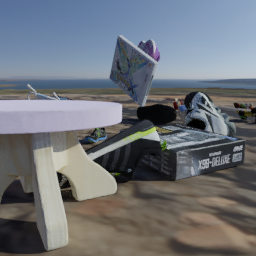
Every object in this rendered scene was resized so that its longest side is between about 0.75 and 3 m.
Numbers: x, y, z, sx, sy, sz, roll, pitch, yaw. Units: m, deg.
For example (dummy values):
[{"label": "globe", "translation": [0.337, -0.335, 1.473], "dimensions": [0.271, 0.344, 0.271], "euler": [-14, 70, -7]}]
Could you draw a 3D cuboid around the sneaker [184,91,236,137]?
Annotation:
[{"label": "sneaker", "translation": [2.419, -0.461, 9.792], "dimensions": [1.238, 1.037, 2.799], "euler": [-12, 31, -11]}]

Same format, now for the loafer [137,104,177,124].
[{"label": "loafer", "translation": [1.419, -0.731, 12.961], "dimensions": [0.853, 0.873, 2.392], "euler": [-8, 13, -37]}]

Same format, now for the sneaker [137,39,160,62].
[{"label": "sneaker", "translation": [1.135, -3.610, 13.777], "dimensions": [1.183, 1.077, 2.677], "euler": [31, 11, -18]}]

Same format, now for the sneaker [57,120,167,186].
[{"label": "sneaker", "translation": [-0.255, 0.672, 5.389], "dimensions": [2.268, 0.939, 0.813], "euler": [-28, 1, -11]}]

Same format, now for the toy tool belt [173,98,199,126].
[{"label": "toy tool belt", "translation": [2.624, -0.699, 11.594], "dimensions": [0.988, 1.004, 1.607], "euler": [-17, 40, -6]}]

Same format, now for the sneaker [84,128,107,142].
[{"label": "sneaker", "translation": [-1.049, 0.205, 8.971], "dimensions": [0.391, 0.457, 1.102], "euler": [3, 10, 25]}]

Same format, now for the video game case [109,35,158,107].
[{"label": "video game case", "translation": [0.091, -1.595, 7.880], "dimensions": [0.172, 1.425, 1.564], "euler": [-21, 53, -35]}]

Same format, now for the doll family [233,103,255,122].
[{"label": "doll family", "translation": [5.803, -0.682, 12.983], "dimensions": [1.229, 0.835, 2.127], "euler": [-1, 12, -35]}]

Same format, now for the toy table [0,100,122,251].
[{"label": "toy table", "translation": [-1.459, 0.441, 4.302], "dimensions": [2.844, 1.666, 2.615], "euler": [-2, 10, -16]}]

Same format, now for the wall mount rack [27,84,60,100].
[{"label": "wall mount rack", "translation": [-3.731, -1.201, 12.538], "dimensions": [2.037, 1.770, 0.759], "euler": [17, 41, 3]}]

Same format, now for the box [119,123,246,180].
[{"label": "box", "translation": [1.212, 0.455, 7.041], "dimensions": [2.010, 0.634, 2.549], "euler": [-6, 12, -27]}]

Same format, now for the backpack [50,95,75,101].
[{"label": "backpack", "translation": [-3.303, -1.061, 13.828], "dimensions": [1.277, 1.083, 1.439], "euler": [3, -12, 22]}]
